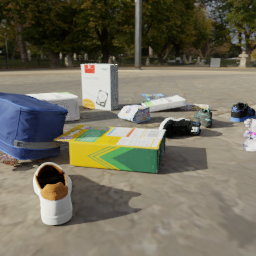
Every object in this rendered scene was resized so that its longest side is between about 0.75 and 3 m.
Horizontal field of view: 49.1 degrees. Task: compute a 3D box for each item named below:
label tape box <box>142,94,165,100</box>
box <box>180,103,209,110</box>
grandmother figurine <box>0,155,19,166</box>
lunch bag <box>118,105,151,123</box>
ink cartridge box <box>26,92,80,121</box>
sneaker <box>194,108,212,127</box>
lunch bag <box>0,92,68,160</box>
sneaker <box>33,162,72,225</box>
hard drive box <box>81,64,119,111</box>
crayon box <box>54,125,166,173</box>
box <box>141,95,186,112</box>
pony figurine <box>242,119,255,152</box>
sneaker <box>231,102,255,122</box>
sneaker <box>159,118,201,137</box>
[{"bbox_3d":[1.549,-1.893,17.651,1.302,0.412,0.939,-2,15,-8],"label":"label tape box"},{"bbox_3d":[3.580,-1.126,15.034,1.505,0.312,0.291,7,18,22],"label":"box"},{"bbox_3d":[-3.405,0.794,7.311,1.028,0.311,0.623,16,-3,-39],"label":"grandmother figurine"},{"bbox_3d":[0.279,-0.638,12.462,1.147,0.729,0.973,-20,22,-36],"label":"lunch bag"},{"bbox_3d":[-3.754,-0.939,12.784,2.606,1.095,1.896,-8,17,-26],"label":"ink cartridge box"},{"bbox_3d":[3.282,-0.532,11.996,0.634,0.666,1.681,6,16,-5],"label":"sneaker"},{"bbox_3d":[-3.187,-0.047,8.328,2.510,1.661,1.705,20,11,33],"label":"lunch bag"},{"bbox_3d":[-1.554,1.031,5.856,0.806,0.937,2.214,-8,16,-21],"label":"sneaker"},{"bbox_3d":[-1.516,-2.255,15.213,1.859,2.385,0.916,7,16,26],"label":"hard drive box"},{"bbox_3d":[-0.421,0.521,8.084,2.853,0.736,1.794,4,15,13],"label":"crayon box"},{"bbox_3d":[1.859,-1.307,15.019,2.135,0.388,1.541,-9,16,-4],"label":"box"},{"bbox_3d":[4.171,0.285,8.938,1.182,1.020,1.225,11,1,5],"label":"pony figurine"},{"bbox_3d":[5.397,-0.833,12.968,0.725,0.806,2.068,12,20,40],"label":"sneaker"},{"bbox_3d":[2.036,-0.016,10.183,1.035,0.676,1.850,12,18,41],"label":"sneaker"}]
